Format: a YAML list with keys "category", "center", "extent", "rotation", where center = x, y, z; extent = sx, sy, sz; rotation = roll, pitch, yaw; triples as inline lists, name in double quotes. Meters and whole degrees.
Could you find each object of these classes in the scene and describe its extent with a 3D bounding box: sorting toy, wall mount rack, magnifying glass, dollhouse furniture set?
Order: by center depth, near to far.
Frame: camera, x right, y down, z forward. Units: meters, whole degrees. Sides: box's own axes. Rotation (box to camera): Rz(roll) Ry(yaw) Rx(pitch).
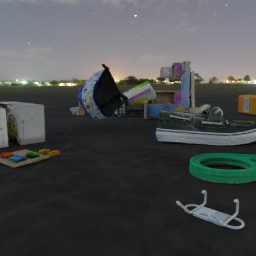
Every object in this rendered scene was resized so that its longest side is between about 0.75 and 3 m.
- category: "wall mount rack"
  center: [0.930, 0.948, 3.251]
  extent: [0.750, 0.280, 0.652]
  rotation: [7, 12, 44]
- category: "magnifying glass"
  center: [2.468, 0.670, 5.152]
  extent: [2.778, 0.311, 1.106]
  rotation: [-4, 9, -13]
- category: "sorting toy"
  center: [-2.147, 0.565, 6.011]
  extent: [0.932, 0.167, 1.250]
  rotation: [6, 11, 32]
- category: "dollhouse furniture set"
  center: [1.673, -1.575, 11.271]
  extent: [1.901, 2.750, 2.913]
  rotation: [0, -3, 1]
- category: "dollhouse furniture set"
  center: [-2.530, -1.357, 15.091]
  extent: [1.732, 1.130, 1.635]
  rotation: [8, 12, 43]

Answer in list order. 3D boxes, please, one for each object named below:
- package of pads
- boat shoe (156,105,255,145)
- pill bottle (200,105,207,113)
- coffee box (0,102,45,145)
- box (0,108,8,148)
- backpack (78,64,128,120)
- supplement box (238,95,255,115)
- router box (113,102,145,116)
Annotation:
- category: "package of pads"
  center: [0.483, -1.283, 11.006]
  extent: [1.111, 0.379, 0.859]
  rotation: [-24, -30, 15]
- category: "boat shoe"
  center: [2.202, -0.117, 7.572]
  extent: [2.879, 1.021, 1.038]
  rotation: [0, 9, -1]
- category: "pill bottle"
  center: [3.029, -0.483, 10.774]
  extent: [0.757, 0.757, 1.453]
  rotation: [2, 9, 14]
- category: "coffee box"
  center: [-3.126, -0.200, 8.028]
  extent: [0.739, 1.047, 1.852]
  rotation: [-7, 12, -42]
- category: "box"
  center: [-4.114, 0.028, 6.775]
  extent: [1.863, 0.990, 1.418]
  rotation: [-9, 12, -43]
- category: "backpack"
  center: [-0.976, -1.069, 9.617]
  extent: [1.266, 1.644, 1.566]
  rotation: [-18, 29, 30]
- category: "supplement box"
  center: [6.911, -1.099, 13.944]
  extent: [0.983, 1.017, 2.956]
  rotation: [-6, 13, -22]
- category: "router box"
  center: [-0.048, -1.138, 14.844]
  extent: [1.847, 0.766, 2.464]
  rotation: [-3, 10, -21]
